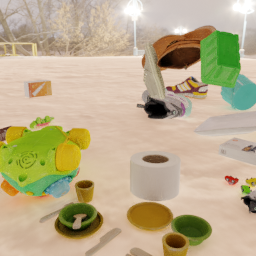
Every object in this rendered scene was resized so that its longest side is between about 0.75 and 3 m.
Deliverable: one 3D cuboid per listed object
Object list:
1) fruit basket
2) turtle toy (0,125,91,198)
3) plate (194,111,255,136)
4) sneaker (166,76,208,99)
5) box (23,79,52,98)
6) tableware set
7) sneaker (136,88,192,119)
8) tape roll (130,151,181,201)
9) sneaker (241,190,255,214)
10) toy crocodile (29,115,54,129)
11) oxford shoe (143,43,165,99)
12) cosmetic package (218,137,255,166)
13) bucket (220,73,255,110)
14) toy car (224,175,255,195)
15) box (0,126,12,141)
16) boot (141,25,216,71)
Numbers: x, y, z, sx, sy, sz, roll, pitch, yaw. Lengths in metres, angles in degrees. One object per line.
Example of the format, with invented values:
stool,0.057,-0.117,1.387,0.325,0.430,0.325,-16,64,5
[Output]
fruit basket,1.951,-1.346,6.035,0.869,1.205,1.205,8,17,-6
turtle toy,-1.796,0.686,6.223,1.928,1.337,2.645,2,17,4
plate,3.632,-0.129,9.716,2.158,0.350,2.163,-6,12,34
sneaker,3.347,-2.425,16.068,2.610,1.176,0.978,12,21,33
box,-5.171,-2.275,16.105,1.397,0.869,0.681,-15,23,-38
tableware set,-0.078,1.578,4.970,2.794,0.429,1.882,14,22,38
sneaker,1.051,-1.076,11.990,2.040,1.134,2.916,-12,21,-35
tape roll,0.585,1.006,6.068,1.094,0.751,1.094,-1,13,0
sneaker,2.602,1.516,5.325,0.685,0.381,0.980,-10,11,-24
toy crocodile,-3.274,-0.227,10.697,0.380,0.347,1.125,-31,-6,32
oxford shoe,0.696,-1.616,8.380,0.566,1.961,0.737,-3,48,18
cosmetic package,3.405,0.662,7.953,1.303,0.337,0.982,16,21,41
bucket,5.265,-1.646,13.114,1.604,1.604,1.043,-4,30,-12
toy car,2.571,1.305,6.228,0.763,0.170,0.718,3,19,10
box,-4.141,0.197,9.403,0.439,0.329,0.878,10,19,28
boot,1.273,-2.220,8.637,2.889,1.065,2.235,-21,19,36
